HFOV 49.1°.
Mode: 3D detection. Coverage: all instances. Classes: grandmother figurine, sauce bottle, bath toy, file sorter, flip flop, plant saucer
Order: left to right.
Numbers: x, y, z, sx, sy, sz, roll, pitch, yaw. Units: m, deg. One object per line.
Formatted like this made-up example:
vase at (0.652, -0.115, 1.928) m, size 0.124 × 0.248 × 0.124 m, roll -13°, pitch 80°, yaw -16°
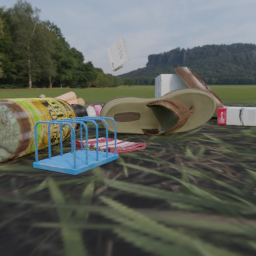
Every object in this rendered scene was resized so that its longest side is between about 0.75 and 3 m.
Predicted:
sauce bottle at (-1.586, -0.128, 5.366) m, size 0.969 × 0.969 × 2.994 m, roll 2°, pitch 9°, yaw 13°
grandmother figurine at (-3.125, -0.944, 11.688) m, size 1.661 × 0.830 × 2.739 m, roll 24°, pitch 25°, yaw 21°
file sorter at (-0.713, 0.194, 4.055) m, size 0.740 × 0.654 × 1.066 m, roll 4°, pitch 8°, yaw 28°
bath toy at (-1.222, -0.785, 12.461) m, size 0.709 × 0.603 × 1.631 m, roll 6°, pitch 10°, yaw 43°
flip flop at (0.793, -0.293, 6.707) m, size 2.911 × 1.180 × 0.838 m, roll -3°, pitch 24°, yaw -15°
plant saucer at (3.102, -1.587, 11.646) m, size 2.895 × 0.464 × 2.895 m, roll 38°, pitch 21°, yaw -18°

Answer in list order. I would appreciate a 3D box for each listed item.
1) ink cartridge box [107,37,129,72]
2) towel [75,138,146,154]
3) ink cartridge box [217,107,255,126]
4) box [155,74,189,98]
ink cartridge box at (-0.361, -2.997, 11.450) m, size 0.958 × 1.088 × 0.243 m, roll -24°, pitch -20°, yaw 32°
towel at (-0.395, 0.305, 5.298) m, size 0.886 × 0.140 × 1.230 m, roll -6°, pitch 9°, yaw -44°
ink cartridge box at (3.790, -0.393, 9.246) m, size 1.365 × 0.569 × 0.991 m, roll 5°, pitch 8°, yaw 36°
box at (1.960, -1.438, 12.667) m, size 1.271 × 1.820 × 2.390 m, roll 0°, pitch 7°, yaw 0°
